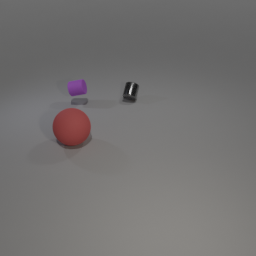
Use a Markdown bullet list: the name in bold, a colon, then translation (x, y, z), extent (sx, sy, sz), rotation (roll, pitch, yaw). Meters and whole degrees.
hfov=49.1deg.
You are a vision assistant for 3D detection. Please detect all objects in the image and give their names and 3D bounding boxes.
- **cylinder**: translation (0.141, -1.798, 13.701), extent (0.700, 0.700, 0.700), rotation (10, 75, 16)
- **cylinder**: translation (-2.355, -1.871, 13.047), extent (0.700, 0.700, 0.700), rotation (-8, 30, 12)
- **ball**: translation (-2.084, -0.044, 10.411), extent (1.400, 1.400, 1.400), rotation (0, 31, 0)
